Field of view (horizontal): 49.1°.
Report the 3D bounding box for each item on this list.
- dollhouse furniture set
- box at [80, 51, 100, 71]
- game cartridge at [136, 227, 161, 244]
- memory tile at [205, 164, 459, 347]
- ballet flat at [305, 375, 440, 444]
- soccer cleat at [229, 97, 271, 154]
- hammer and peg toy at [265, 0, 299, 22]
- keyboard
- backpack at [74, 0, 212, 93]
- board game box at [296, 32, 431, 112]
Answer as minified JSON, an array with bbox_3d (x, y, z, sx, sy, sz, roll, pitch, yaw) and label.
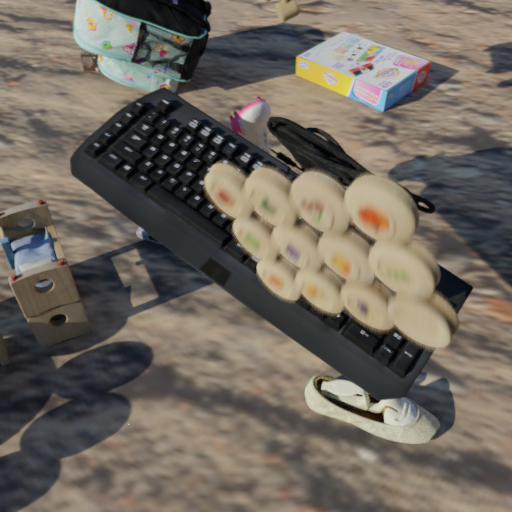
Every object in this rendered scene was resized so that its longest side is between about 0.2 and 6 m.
[{"bbox_3d":[-3.777,0.485,8.023,2.188,1.533,1.542,-20,48,-19],"label":"dollhouse furniture set"},{"bbox_3d":[-3.987,-4.949,14.241,0.857,0.429,0.321,0,46,1],"label":"box"},{"bbox_3d":[-1.350,-0.510,9.948,1.302,0.264,0.868,15,50,14],"label":"game cartridge"},{"bbox_3d":[0.530,-0.028,4.605,2.121,1.626,0.178,13,53,46],"label":"memory tile"},{"bbox_3d":[1.499,1.965,7.241,1.791,0.559,0.604,11,46,11],"label":"ballet flat"},{"bbox_3d":[-0.015,-1.695,8.162,0.626,1.792,0.774,-34,90,-11],"label":"soccer cleat"},{"bbox_3d":[0.341,-5.052,9.448,0.692,1.444,1.963,-22,67,-4],"label":"hammer and peg toy"},{"bbox_3d":[0.255,-0.695,6.323,4.656,0.923,2.423,35,63,12],"label":"keyboard"},{"bbox_3d":[-2.767,-5.327,13.124,2.927,2.244,2.573,18,43,-21],"label":"backpack"},{"bbox_3d":[2.612,-4.624,13.832,2.627,0.530,2.010,33,54,29],"label":"board game box"}]
